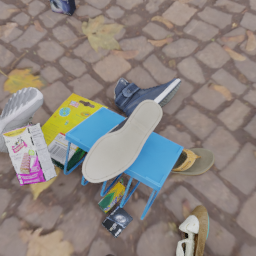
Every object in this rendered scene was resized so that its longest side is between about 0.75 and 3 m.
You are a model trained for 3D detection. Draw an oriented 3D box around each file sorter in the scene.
[{"bbox_3d":[-0.224,1.035,8.427,2.888,1.772,2.004,28,35,13],"label":"file sorter"}]

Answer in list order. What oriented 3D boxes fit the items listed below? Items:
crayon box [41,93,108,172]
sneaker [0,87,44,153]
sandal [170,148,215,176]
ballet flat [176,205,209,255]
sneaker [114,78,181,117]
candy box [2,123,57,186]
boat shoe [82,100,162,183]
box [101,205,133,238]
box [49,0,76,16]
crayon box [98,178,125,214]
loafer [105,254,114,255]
[{"bbox_3d":[-1.963,0.086,9.664,1.634,0.654,2.574,24,61,20],"label":"crayon box"},{"bbox_3d":[-3.405,-0.178,8.829,1.211,2.954,1.104,31,39,-32],"label":"sneaker"},{"bbox_3d":[1.709,1.029,9.319,2.402,0.649,0.965,2,62,1],"label":"sandal"},{"bbox_3d":[1.783,3.248,8.026,0.811,0.761,2.243,27,65,-26],"label":"ballet flat"},{"bbox_3d":[0.627,-1.430,10.438,2.526,0.961,1.825,-41,72,-18],"label":"sneaker"},{"bbox_3d":[-2.758,0.754,7.849,1.083,0.484,1.588,-14,96,29],"label":"candy box"},{"bbox_3d":[-0.128,0.389,7.140,0.975,0.841,2.683,43,67,1],"label":"boat shoe"},{"bbox_3d":[-0.327,2.873,8.620,0.629,0.171,0.785,41,69,19],"label":"box"},{"bbox_3d":[-2.976,-5.776,12.710,1.012,1.003,0.623,14,63,7],"label":"box"},{"bbox_3d":[-0.433,2.118,8.725,0.282,0.687,1.093,38,68,18],"label":"crayon box"},{"bbox_3d":[-0.024,4.376,7.479,2.192,0.778,0.801,41,69,19],"label":"loafer"}]
